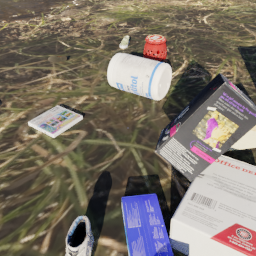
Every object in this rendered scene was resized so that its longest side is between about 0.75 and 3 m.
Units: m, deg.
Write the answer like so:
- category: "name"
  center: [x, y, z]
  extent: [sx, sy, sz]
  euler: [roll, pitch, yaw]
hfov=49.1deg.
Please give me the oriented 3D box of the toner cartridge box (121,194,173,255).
- category: "toner cartridge box"
  center: [0.369, 2.217, 5.917]
  extent: [0.837, 0.381, 1.763]
  euler: [-5, 36, -5]

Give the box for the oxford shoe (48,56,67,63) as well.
- category: "oxford shoe"
  center: [-3.478, -3.380, 13.783]
  extent: [0.886, 0.316, 0.316]
  euler: [-6, 15, -18]

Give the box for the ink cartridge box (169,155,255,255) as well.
- category: "ink cartridge box"
  center: [2.130, 1.752, 6.039]
  extent: [1.673, 0.971, 2.319]
  euler: [19, 41, 26]

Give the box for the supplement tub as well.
- category: "supplement tub"
  center: [0.461, -2.012, 10.866]
  extent: [2.176, 1.436, 1.436]
  euler: [19, 40, 25]

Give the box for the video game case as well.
- category: "video game case"
  center: [-2.448, -0.254, 9.525]
  extent: [1.242, 0.162, 1.364]
  euler: [23, 41, 27]

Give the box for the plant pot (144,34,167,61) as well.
- category: "plant pot"
  center: [1.378, -4.009, 13.969]
  extent: [1.159, 1.055, 1.159]
  euler: [1, 38, -1]

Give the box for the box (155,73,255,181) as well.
- category: "box"
  center: [1.711, -0.045, 6.206]
  extent: [1.088, 2.052, 1.254]
  euler: [41, 22, -4]

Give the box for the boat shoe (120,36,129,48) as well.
- category: "boat shoe"
  center: [-0.191, -4.784, 15.576]
  extent: [0.451, 0.389, 1.253]
  euler: [6, 36, 8]

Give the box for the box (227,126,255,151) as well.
- category: "box"
  center: [3.170, 0.031, 7.702]
  extent: [2.161, 0.840, 1.026]
  euler: [-11, 14, 26]

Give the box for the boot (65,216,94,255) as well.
- category: "boot"
  center: [-1.036, 2.484, 5.179]
  extent: [0.627, 0.815, 1.705]
  euler: [2, 36, 3]
